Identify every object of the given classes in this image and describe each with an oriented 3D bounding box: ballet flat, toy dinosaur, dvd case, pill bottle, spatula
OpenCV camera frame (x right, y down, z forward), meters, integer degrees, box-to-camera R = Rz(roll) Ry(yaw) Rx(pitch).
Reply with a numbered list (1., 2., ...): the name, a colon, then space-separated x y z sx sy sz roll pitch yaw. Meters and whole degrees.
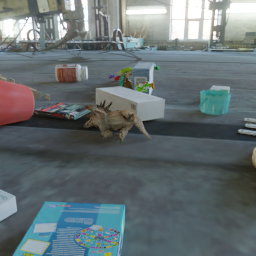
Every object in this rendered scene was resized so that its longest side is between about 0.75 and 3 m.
1. ballet flat: -0.057 -2.288 14.674 0.707 0.663 1.955 18 16 -11
2. toy dinosaur: -0.320 -0.251 8.231 2.203 0.946 1.493 9 13 9
3. dvd case: -2.411 -0.660 10.427 1.815 0.200 1.325 6 20 21
4. pill bottle: -3.389 -3.305 16.892 1.828 1.026 1.026 -1 19 -2
5. spatula: 4.766 0.065 8.289 2.685 0.216 1.867 11 23 28

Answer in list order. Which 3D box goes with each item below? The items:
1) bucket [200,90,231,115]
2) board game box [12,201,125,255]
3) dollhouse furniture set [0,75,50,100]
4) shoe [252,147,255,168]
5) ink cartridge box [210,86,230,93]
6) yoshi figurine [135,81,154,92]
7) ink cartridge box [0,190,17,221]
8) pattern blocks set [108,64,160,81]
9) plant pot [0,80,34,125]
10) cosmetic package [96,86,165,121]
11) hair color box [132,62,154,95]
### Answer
1. bucket: 3.248 -0.982 10.516 1.150 0.748 1.150 0 18 0
2. board game box: -0.723 1.579 3.558 1.252 0.389 1.659 1 19 4
3. dollhouse furniture set: -4.830 -1.476 12.640 2.122 1.036 1.810 18 9 -30
4. shoe: 3.035 0.707 5.787 0.783 0.598 2.240 6 20 18
5. ink cartridge box: 4.185 -1.618 12.795 0.789 0.475 1.086 8 22 21
6. yoshi figurine: 0.673 -1.621 11.406 0.781 0.439 0.437 -5 33 8
7. ink cartridge box: -2.651 1.413 4.149 0.866 0.341 1.741 12 21 31
8. pattern blocks set: 0.307 -3.214 16.001 2.954 0.239 2.597 -9 1 15
9. plant pot: -3.945 -0.807 9.049 1.425 1.611 1.611 -4 16 -45
10. cosmetic package: -0.020 -0.954 10.431 1.195 0.733 2.894 -12 22 -31
11. hair color box: 0.754 -2.364 13.573 0.837 1.367 2.761 3 19 8
